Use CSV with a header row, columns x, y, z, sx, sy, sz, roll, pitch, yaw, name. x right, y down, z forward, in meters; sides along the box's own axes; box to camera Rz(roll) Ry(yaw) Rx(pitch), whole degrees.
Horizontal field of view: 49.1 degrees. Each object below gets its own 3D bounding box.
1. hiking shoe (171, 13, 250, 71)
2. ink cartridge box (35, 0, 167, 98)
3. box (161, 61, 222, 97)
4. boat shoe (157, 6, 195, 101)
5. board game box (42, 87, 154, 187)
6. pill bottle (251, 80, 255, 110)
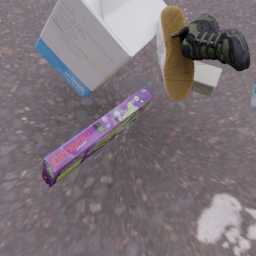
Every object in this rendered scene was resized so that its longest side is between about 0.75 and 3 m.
x,y,z,sx,sy,sz,roll,pitch,yaw,name
1.352,-1.314,4.700,0.821,0.618,1.631,-28,41,3,hiking shoe
-0.534,-2.265,6.373,1.785,2.850,1.832,48,59,-12,ink cartridge box
1.520,-1.288,6.841,1.337,0.635,0.520,21,77,11,box
0.900,-1.438,5.617,0.636,0.623,1.797,-6,96,-11,boat shoe
-0.603,0.186,5.473,2.363,1.419,0.382,-38,88,-28,board game box
2.069,-0.828,3.584,0.727,1.313,0.727,8,8,-1,pill bottle
